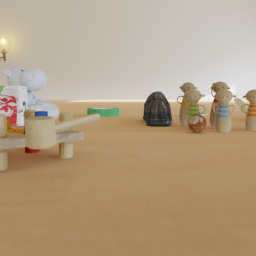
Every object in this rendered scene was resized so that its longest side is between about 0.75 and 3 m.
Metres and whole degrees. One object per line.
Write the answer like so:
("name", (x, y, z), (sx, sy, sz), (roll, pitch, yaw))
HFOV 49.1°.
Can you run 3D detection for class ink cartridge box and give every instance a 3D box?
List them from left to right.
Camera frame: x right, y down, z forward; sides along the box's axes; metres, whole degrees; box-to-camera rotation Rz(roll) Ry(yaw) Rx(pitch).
("ink cartridge box", (-3.268, -0.557, 7.699), (0.864, 1.184, 0.497), (1, 4, 2))

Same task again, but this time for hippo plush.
("hippo plush", (-3.628, -1.240, 10.219), (2.366, 1.902, 1.885), (2, 7, 17))

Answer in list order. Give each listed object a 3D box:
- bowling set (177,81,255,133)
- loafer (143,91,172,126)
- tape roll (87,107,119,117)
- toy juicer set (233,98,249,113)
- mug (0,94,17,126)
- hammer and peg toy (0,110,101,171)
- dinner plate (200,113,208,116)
("bowling set", (2.208, -0.584, 7.308), (2.453, 1.317, 1.707), (4, 8, 30))
("loafer", (1.025, -0.717, 9.545), (1.040, 1.032, 2.856), (-1, 6, -1))
("tape roll", (-1.096, -0.714, 12.392), (1.423, 0.342, 1.423), (-1, 7, 0))
("toy juicer set", (5.059, -0.509, 10.027), (2.531, 0.689, 1.610), (6, 27, 21))
("mug", (-3.313, -0.129, 5.965), (1.704, 1.512, 1.137), (0, -30, -32))
("hammer and peg toy", (-1.391, 0.136, 4.002), (2.035, 0.718, 1.497), (6, 8, 40))
("dinner plate", (2.815, -0.572, 12.038), (1.241, 0.150, 1.241), (-1, 7, 0))
